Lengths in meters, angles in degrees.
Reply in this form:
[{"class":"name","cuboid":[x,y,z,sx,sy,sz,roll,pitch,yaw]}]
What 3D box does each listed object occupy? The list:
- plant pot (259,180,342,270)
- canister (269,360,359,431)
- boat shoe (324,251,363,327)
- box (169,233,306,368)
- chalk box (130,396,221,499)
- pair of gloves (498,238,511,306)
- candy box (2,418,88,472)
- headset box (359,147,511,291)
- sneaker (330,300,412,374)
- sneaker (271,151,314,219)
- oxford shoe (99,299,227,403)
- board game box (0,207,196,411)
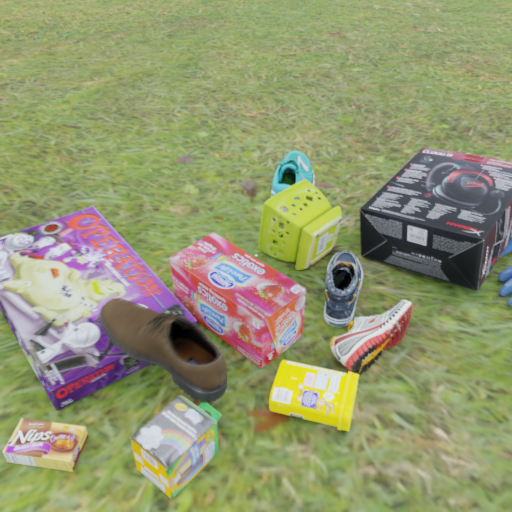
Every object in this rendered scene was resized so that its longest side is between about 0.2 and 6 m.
[{"class":"plant pot","cuboid":[0.946,-0.565,11.485,1.198,1.320,1.314,37,51,27]},{"class":"canister","cuboid":[0.903,2.135,8.703,1.240,0.536,0.921,10,40,14]},{"class":"boat shoe","cuboid":[1.690,0.346,10.601,0.715,0.917,2.021,7,39,8]},{"class":"box","cuboid":[-0.356,0.730,9.923,2.352,1.172,1.123,31,48,33]},{"class":"chalk box","cuboid":[-1.037,2.598,7.947,0.772,0.768,1.240,28,44,30]},{"class":"pair of gloves","cuboid":[5.407,0.032,11.383,2.435,0.345,3.029,-24,39,-20]},{"class":"candy box","cuboid":[-3.047,2.738,8.145,1.017,0.287,0.593,7,39,6]},{"class":"headset box","cuboid":[4.067,-1.008,11.694,2.502,1.263,3.366,18,44,33]},{"class":"sneaker","cuboid":[2.028,1.237,9.666,1.848,0.719,0.759,-29,46,-31]},{"class":"sneaker","cuboid":[0.872,-1.854,13.268,0.979,1.006,2.527,7,39,8]},{"class":"oxford shoe","cuboid":[-1.428,1.176,8.639,2.447,1.033,0.889,25,44,20]},{"class":"board game box","cuboid":[-3.332,0.663,10.481,2.625,0.706,4.373,-21,43,-31]}]
